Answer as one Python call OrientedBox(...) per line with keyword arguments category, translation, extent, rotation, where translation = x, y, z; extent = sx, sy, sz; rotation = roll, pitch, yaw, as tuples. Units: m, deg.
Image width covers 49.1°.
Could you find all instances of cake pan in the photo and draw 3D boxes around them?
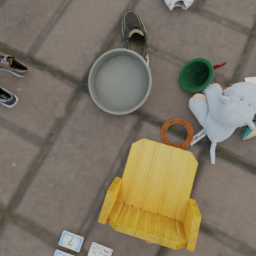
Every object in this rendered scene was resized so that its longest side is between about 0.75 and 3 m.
OrientedBox(category="cake pan", translation=(-0.271, -1.646, 10.130), extent=(2.345, 0.430, 2.345), rotation=(1, 92, 15))

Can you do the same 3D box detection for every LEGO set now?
OrientedBox(category="LEGO set", translation=(-1.304, 4.426, 8.673), extent=(2.280, 0.560, 1.703), rotation=(19, 78, 5))

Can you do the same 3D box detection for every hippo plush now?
OrientedBox(category="hippo plush", translation=(3.146, -0.658, 9.303), extent=(2.174, 2.195, 2.730), rotation=(43, 78, 11))

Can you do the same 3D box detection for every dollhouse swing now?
OrientedBox(category="dollhouse swing", translation=(0.909, 1.793, 8.617), extent=(2.751, 2.500, 2.418), rotation=(17, 94, 5))

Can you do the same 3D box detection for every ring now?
OrientedBox(category="ring", translation=(1.751, 0.192, 10.025), extent=(1.188, 0.114, 1.188), rotation=(-3, 74, 12))

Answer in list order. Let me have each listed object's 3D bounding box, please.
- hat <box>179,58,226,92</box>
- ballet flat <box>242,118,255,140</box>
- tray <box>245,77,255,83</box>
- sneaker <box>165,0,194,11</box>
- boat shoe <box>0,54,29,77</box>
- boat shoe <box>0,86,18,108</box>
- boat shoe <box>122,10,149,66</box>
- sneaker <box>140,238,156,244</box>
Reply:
OrientedBox(category="hat", translation=(2.944, -1.901, 10.762), extent=(1.557, 1.371, 1.290), rotation=(-18, 73, 33))
OrientedBox(category="ballet flat", translation=(4.718, -0.123, 10.031), extent=(0.512, 0.554, 1.643), rotation=(39, 77, 1))
OrientedBox(category="tray", translation=(4.908, -1.747, 10.734), extent=(0.833, 0.092, 0.447), rotation=(-6, 74, -2))
OrientedBox(category="sneaker", translation=(2.588, -5.550, 11.599), extent=(2.334, 0.874, 1.162), rotation=(-19, 88, -1))
OrientedBox(category="boat shoe", translation=(-4.400, -2.420, 10.235), extent=(1.586, 0.574, 0.573), rotation=(19, 65, -37))
OrientedBox(category="boat shoe", translation=(-5.040, -1.368, 10.314), extent=(1.970, 0.673, 0.727), rotation=(29, 76, 8))
OrientedBox(category="boat shoe", translation=(0.335, -3.530, 10.859), extent=(0.977, 0.865, 2.670), rotation=(-12, 74, -4))
OrientedBox(category="sneaker", translation=(0.473, 3.249, 8.911), extent=(1.920, 0.740, 0.701), rotation=(13, 73, 2))
